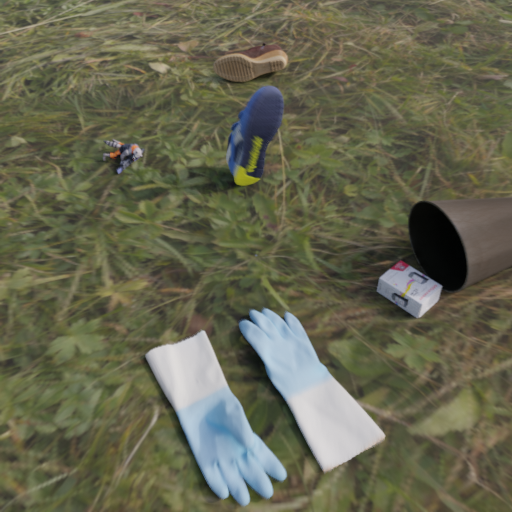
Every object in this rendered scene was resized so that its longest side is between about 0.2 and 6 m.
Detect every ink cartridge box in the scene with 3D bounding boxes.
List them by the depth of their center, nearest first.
[{"bbox_3d":[2.733,0.585,10.019,0.676,0.392,0.915,-34,52,-30],"label":"ink cartridge box"}]

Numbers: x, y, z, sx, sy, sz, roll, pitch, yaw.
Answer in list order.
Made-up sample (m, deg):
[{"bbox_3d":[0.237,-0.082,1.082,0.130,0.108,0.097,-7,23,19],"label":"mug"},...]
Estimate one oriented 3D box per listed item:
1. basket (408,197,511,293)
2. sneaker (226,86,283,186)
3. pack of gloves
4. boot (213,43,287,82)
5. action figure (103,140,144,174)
[{"bbox_3d":[4.180,-0.357,10.331,2.064,1.404,1.861,-11,53,-16],"label":"basket"},{"bbox_3d":[-0.137,-2.638,11.941,0.847,2.291,0.942,-1,44,-29],"label":"sneaker"},{"bbox_3d":[0.032,1.968,8.466,2.558,0.601,3.045,-22,49,-19],"label":"pack of gloves"},{"bbox_3d":[-0.191,-5.725,16.423,2.159,0.781,1.796,-4,32,-2],"label":"boot"},{"bbox_3d":[-3.110,-2.372,12.984,0.968,0.523,1.001,8,45,20],"label":"action figure"}]
